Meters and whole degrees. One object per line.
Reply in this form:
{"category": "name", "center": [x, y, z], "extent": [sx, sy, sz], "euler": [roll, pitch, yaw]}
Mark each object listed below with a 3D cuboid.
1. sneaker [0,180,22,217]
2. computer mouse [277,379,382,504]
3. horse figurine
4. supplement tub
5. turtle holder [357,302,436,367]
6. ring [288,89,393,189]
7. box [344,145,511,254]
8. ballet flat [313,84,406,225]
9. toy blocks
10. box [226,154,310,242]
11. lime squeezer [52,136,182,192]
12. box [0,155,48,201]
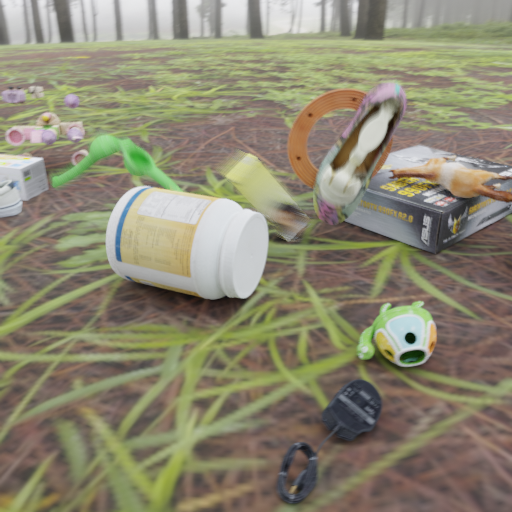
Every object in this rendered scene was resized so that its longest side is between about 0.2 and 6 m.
{"category": "sneaker", "center": [-5.651, -1.079, 10.746], "extent": [2.078, 0.736, 0.759], "euler": [-11, 28, -22]}
{"category": "computer mouse", "center": [0.724, 1.792, 5.493], "extent": [0.493, 0.286, 1.683], "euler": [40, 46, 18]}
{"category": "horse figurine", "center": [3.601, -1.356, 9.811], "extent": [1.442, 0.543, 2.177], "euler": [-10, 29, -31]}
{"category": "supplement tub", "center": [-0.970, -0.178, 8.098], "extent": [1.992, 1.441, 1.441], "euler": [11, 28, 20]}
{"category": "turtle holder", "center": [1.695, 0.958, 6.666], "extent": [0.895, 0.680, 0.636], "euler": [8, 41, -10]}
{"category": "ring", "center": [1.433, -1.943, 9.585], "extent": [1.842, 1.842, 0.177], "euler": [-3, 31, -7]}
{"category": "box", "center": [3.347, -1.286, 11.064], "extent": [3.388, 0.819, 2.683], "euler": [-21, 33, -37]}
{"category": "ballet flat", "center": [1.617, -1.582, 9.157], "extent": [0.894, 2.585, 0.920], "euler": [29, 24, 2]}
{"category": "toy blocks", "center": [-4.980, -2.963, 13.212], "extent": [1.821, 1.949, 1.641], "euler": [-5, 21, -11]}
{"category": "box", "center": [0.225, -0.987, 9.649], "extent": [0.593, 1.576, 0.395], "euler": [-45, 27, 2]}
{"category": "lime squeezer", "center": [-2.268, -1.431, 9.507], "extent": [3.102, 1.095, 0.585], "euler": [14, 8, 19]}
{"category": "box", "center": [-5.360, -1.705, 12.046], "extent": [1.420, 0.720, 0.799], "euler": [7, 27, 14]}
